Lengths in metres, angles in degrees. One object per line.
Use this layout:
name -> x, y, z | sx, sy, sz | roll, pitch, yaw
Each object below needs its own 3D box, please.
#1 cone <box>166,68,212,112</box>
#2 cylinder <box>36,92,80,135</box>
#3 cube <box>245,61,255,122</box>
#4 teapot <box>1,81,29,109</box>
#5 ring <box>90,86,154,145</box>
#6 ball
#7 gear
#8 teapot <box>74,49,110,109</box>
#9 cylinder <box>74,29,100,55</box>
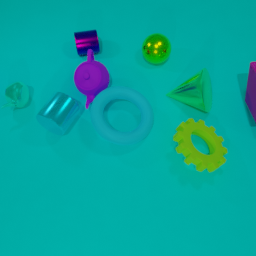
cone -> 1.799, -1.103, 8.747 | 1.346, 1.341, 1.341 | -3, 56, 29
cylinder -> -2.028, -0.418, 8.177 | 0.932, 0.932, 0.932 | 24, 63, 13
cube -> 4.264, -1.035, 7.936 | 1.369, 1.369, 1.369 | -4, 37, 8
teapot -> -3.453, -0.996, 8.565 | 0.634, 0.805, 1.295 | 1, 43, 4
ring -> -0.158, -0.390, 8.186 | 1.894, 0.379, 1.894 | 5, 65, -11
ball -> 0.959, -2.674, 9.437 | 1.006, 1.006, 1.006 | 0, 60, 0
gear -> 1.998, 0.451, 7.710 | 1.544, 0.286, 1.544 | 14, 52, -18
teapot -> -1.176, -1.501, 8.701 | 1.147, 0.903, 1.845 | 2, 92, 8
cylinder -> -1.427, -2.975, 9.738 | 0.782, 0.782, 0.782 | -10, 61, -6
